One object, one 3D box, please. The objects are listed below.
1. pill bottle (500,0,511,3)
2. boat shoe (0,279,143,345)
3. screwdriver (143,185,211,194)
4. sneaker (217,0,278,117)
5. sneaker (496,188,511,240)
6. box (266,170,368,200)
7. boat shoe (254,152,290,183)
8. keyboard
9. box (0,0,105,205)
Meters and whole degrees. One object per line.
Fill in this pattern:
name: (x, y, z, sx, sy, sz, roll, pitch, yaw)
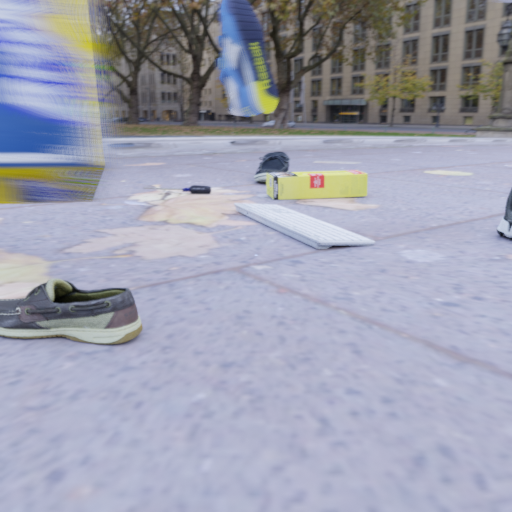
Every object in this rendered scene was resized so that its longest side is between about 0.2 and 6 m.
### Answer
pill bottle: (3.634, -3.935, 7.821, 0.383, 0.383, 0.683, 0, -22, -1)
boat shoe: (-2.010, 0.505, 5.691, 1.773, 0.583, 0.633, 3, 15, 13)
screwdriver: (-2.119, -1.744, 14.976, 1.853, 0.270, 0.259, -2, 14, 5)
sneaker: (-0.350, -3.756, 10.619, 0.957, 2.326, 0.860, -8, 6, 41)
sneaker: (5.147, -0.697, 8.785, 0.973, 1.324, 2.927, -9, 18, -28)
box: (1.552, -1.842, 14.461, 2.491, 0.624, 0.937, -2, 15, -8)
boat shoe: (0.543, -2.807, 17.662, 1.057, 0.882, 2.833, 4, 17, 9)
keyboard: (0.749, -0.670, 10.881, 1.108, 0.210, 3.935, -6, 16, -22)
box: (-2.699, -2.569, 6.825, 1.198, 3.726, 1.305, -5, -12, -23)
